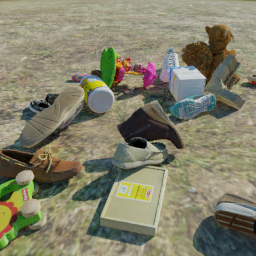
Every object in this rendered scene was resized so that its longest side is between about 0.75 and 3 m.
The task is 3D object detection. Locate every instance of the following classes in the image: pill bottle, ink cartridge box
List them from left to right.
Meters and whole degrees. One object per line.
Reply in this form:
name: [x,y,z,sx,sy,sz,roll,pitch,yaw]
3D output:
pill bottle: [-1.432,-1.563,12.115,1.136,1.136,2.079,-12,33,-19]
ink cartridge box: [2.646,-2.001,12.788,1.182,1.162,1.606,-4,32,-6]

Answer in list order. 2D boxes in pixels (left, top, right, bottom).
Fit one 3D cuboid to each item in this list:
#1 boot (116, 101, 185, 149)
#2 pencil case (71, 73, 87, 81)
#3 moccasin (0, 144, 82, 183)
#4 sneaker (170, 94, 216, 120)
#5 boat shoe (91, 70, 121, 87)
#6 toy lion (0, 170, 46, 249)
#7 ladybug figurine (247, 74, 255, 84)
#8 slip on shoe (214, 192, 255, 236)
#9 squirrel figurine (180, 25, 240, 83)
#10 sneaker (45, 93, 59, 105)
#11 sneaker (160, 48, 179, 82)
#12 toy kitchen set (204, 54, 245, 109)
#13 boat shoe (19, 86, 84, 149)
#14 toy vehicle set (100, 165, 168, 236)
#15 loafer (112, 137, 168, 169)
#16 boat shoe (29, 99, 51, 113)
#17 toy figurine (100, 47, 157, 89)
boot: [0.748,0.242,9.101,1.597,1.920,0.695,-36,2,2]
pencil case: [-2.555,-2.669,14.672,0.852,0.376,0.376,4,32,3]
moccasin: [-2.545,0.983,8.065,2.470,0.954,0.904,6,17,12]
sneaker: [2.539,-0.923,11.587,2.205,0.856,1.006,-13,19,-27]
boat shoe: [-1.123,-2.563,14.283,1.735,0.611,0.610,31,46,29]
toy lion: [-3.045,2.055,6.828,1.815,0.650,1.893,-19,35,-15]
ladybug figurine: [6.627,-2.447,14.260,1.093,0.393,0.742,13,34,20]
slip on shoe: [3.227,2.136,6.357,2.405,0.914,0.728,11,39,31]
squirrel figurine: [4.154,-3.669,14.001,2.932,2.736,2.075,-15,35,-23]
sneaker: [-3.108,-1.271,12.320,1.165,0.446,0.668,1,33,8]
sneaker: [2.271,-3.344,15.017,1.105,1.165,2.893,2,33,0]
toy kitchen set: [4.825,-1.924,12.471,1.540,1.887,1.703,29,6,-45]
boat shoe: [-2.560,-0.277,10.067,1.075,0.968,2.989,21,58,26]
toy vehicle set: [0.244,1.771,7.466,1.357,0.289,2.184,8,32,12]
loafer: [0.476,0.669,8.447,0.838,0.756,2.215,21,20,38]
boat shoe: [-3.550,-0.903,11.583,0.616,0.554,1.741,-27,41,-37]
toy figurine: [0.105,-2.807,13.656,2.506,2.044,2.723,5,30,-21]
